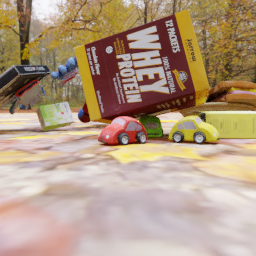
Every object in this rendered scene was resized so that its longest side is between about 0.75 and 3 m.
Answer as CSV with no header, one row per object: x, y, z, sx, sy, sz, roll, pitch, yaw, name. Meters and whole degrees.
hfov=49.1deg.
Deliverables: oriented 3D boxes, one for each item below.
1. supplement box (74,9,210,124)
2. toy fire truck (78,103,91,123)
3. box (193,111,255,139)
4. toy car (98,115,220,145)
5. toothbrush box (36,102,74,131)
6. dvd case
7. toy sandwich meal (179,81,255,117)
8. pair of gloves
0.399,-0.996,5.675,2.088,1.386,2.059,-15,-5,13,supplement box
-0.571,-1.209,9.184,1.669,2.500,2.977,39,14,-1,toy fire truck
2.386,-0.071,5.577,2.073,0.519,0.780,0,5,2,box
0.459,-0.016,5.224,2.020,0.450,1.901,0,4,-5,toy car
-1.906,-0.309,7.339,0.803,0.584,0.345,-12,-14,-37,toothbrush box
-3.111,-0.756,6.753,2.326,0.288,1.748,-32,8,12,dvd case
3.025,-0.850,9.512,2.755,0.944,2.755,2,-7,0,toy sandwich meal
-2.154,-1.197,7.725,2.624,0.299,2.110,-38,6,-14,pair of gloves
